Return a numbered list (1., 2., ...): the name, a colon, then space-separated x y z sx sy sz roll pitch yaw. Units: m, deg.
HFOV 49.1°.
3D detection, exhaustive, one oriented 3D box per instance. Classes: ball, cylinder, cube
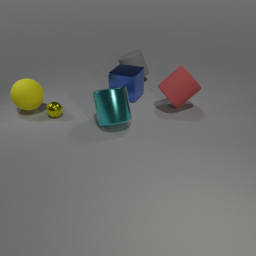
1. ball: -4.494 -1.495 12.531 1.400 1.400 1.400 0 29 0
2. cylinder: 0.335 -3.611 16.254 1.400 1.400 1.400 -21 24 10
3. cylinder: -0.634 -0.911 11.402 1.400 1.400 1.400 -10 9 2
4. ball: -3.235 -0.819 12.348 0.700 0.700 0.700 0 29 0
5. cube: -0.058 -2.287 14.190 1.400 1.400 1.400 11 34 20
6. cylinder: 2.320 -1.850 12.645 1.400 1.400 1.400 -41 27 13
